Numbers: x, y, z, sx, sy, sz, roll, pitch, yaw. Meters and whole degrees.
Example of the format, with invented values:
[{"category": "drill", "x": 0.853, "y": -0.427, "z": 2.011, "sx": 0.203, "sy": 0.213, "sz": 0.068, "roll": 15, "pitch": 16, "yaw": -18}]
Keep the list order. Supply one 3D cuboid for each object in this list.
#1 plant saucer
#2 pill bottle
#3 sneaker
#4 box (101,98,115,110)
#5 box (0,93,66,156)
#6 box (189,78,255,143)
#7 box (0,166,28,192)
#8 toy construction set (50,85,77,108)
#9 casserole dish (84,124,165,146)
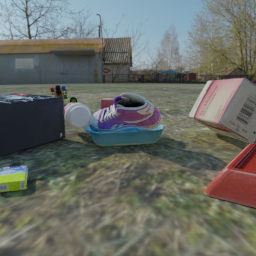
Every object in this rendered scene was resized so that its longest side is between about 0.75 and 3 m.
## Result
[{"category": "plant saucer", "x": 3.451, "y": 0.947, "z": 5.653, "sx": 2.961, "sy": 0.545, "sz": 2.967, "roll": 8, "pitch": 15, "yaw": 34}, {"category": "pill bottle", "x": -1.847, "y": -0.450, "z": 10.124, "sx": 0.929, "sy": 0.929, "sz": 1.656, "roll": -4, "pitch": 7, "yaw": -17}, {"category": "sneaker", "x": -0.346, "y": -0.563, "z": 8.734, "sx": 2.549, "sy": 0.924, "sz": 1.453, "roll": -6, "pitch": -27, "yaw": 29}, {"category": "box", "x": -0.910, "y": -1.370, "z": 16.432, "sx": 1.275, "sy": 0.694, "sz": 0.815, "roll": 1, "pitch": 12, "yaw": 4}, {"category": "box", "x": -3.955, "y": -0.259, "z": 9.095, "sx": 2.584, "sy": 1.477, "sz": 2.838, "roll": 8, "pitch": 15, "yaw": 31}, {"category": "box", "x": 3.330, "y": -0.642, "z": 9.319, "sx": 1.343, "sy": 1.576, "sz": 2.465, "roll": 28, "pitch": 2, "yaw": -11}, {"category": "box", "x": -2.418, "y": 1.052, "z": 5.888, "sx": 0.557, "sy": 0.218, "sz": 0.914, "roll": -4, "pitch": 12, "yaw": -17}, {"category": "toy construction set", "x": -3.689, "y": -1.319, "z": 14.343, "sx": 2.002, "sy": 1.670, "sz": 1.539, "roll": -33, "pitch": 23, "yaw": -5}, {"category": "casserole dish", "x": -0.091, "y": 0.180, "z": 9.393, "sx": 2.699, "sy": 0.524, "sz": 1.635, "roll": -4, "pitch": 13, "yaw": -13}]
